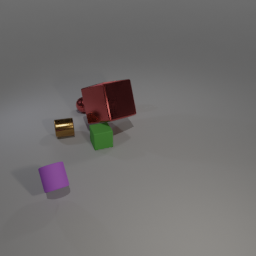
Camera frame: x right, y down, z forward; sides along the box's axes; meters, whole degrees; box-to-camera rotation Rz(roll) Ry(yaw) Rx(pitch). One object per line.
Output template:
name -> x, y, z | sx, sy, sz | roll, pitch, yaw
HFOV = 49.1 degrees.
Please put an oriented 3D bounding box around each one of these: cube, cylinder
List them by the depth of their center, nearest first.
cylinder -> -2.067, 1.367, 7.814 | 0.700, 0.700, 0.700 | -17, -6, -2
cube -> -0.977, 0.296, 10.246 | 0.700, 0.700, 0.700 | -11, 33, -17
cube -> -0.730, -1.006, 10.727 | 1.400, 1.400, 1.400 | -17, 8, -43
cylinder -> -2.444, -0.013, 10.755 | 0.700, 0.700, 0.700 | -8, 32, -13

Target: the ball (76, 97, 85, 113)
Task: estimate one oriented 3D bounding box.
ball -> -1.968, -1.036, 12.467 | 0.700, 0.700, 0.700 | 0, 31, 0
